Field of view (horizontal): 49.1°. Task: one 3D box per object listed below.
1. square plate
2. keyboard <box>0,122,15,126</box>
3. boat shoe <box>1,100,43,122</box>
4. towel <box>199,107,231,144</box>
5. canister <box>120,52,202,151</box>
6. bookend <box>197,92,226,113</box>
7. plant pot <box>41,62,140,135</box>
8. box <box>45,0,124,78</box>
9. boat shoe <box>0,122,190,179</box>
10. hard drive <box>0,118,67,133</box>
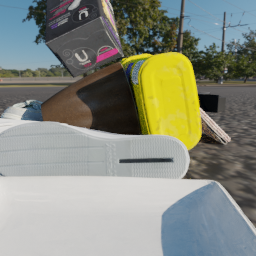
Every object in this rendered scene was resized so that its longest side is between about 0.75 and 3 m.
[{"bbox_3d":[-0.326,0.956,2.020,2.656,0.378,2.631,0,11,2],"label":"square plate"},{"bbox_3d":[-2.608,-0.033,5.059,1.026,0.055,0.289,-10,9,-43],"label":"keyboard"},{"bbox_3d":[-2.375,-0.412,7.494,0.939,0.817,2.547,4,2,18],"label":"boat shoe"},{"bbox_3d":[1.715,-0.213,6.751,1.362,0.219,1.301,43,3,-13],"label":"towel"},{"bbox_3d":[0.602,-0.689,6.477,1.194,2.049,2.759,-13,14,-6],"label":"canister"},{"bbox_3d":[3.930,-1.231,13.019,1.665,0.772,1.675,-8,13,-38],"label":"bookend"},{"bbox_3d":[-0.897,-0.383,6.401,1.927,1.801,1.801,-16,12,-4],"label":"plant pot"},{"bbox_3d":[-1.370,-3.226,8.528,1.740,2.847,1.510,-21,-38,13],"label":"box"},{"bbox_3d":[-0.499,0.472,3.865,2.607,0.938,0.809,5,-12,-1],"label":"boat shoe"},{"bbox_3d":[-2.788,0.106,5.367,2.706,0.355,1.784,5,12,24],"label":"hard drive"}]
